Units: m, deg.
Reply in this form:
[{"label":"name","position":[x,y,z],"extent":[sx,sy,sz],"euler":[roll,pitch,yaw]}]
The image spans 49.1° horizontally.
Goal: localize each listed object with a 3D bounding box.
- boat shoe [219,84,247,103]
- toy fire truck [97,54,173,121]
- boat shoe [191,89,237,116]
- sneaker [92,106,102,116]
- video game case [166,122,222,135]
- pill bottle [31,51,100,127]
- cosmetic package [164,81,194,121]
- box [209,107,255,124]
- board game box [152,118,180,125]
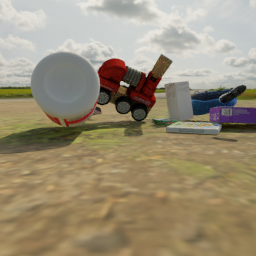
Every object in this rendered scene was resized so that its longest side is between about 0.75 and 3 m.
[{"label":"boat shoe","position":[2.729,-0.870,7.261],"extent":[0.759,0.265,0.251],"euler":[-27,18,17]},{"label":"toy fire truck","position":[0.222,-1.761,9.864],"extent":[2.349,2.669,1.717],"euler":[23,29,-18]},{"label":"boat shoe","position":[3.081,-1.004,10.964],"extent":[2.257,0.950,0.775],"euler":[-1,43,26]},{"label":"sneaker","position":[-1.517,-0.648,11.501],"extent":[0.917,0.369,0.396],"euler":[4,-37,5]},{"label":"video game case","position":[1.937,-0.019,8.068],"extent":[1.366,0.166,1.501],"euler":[3,8,21]},{"label":"pill bottle","position":[-1.649,-0.877,7.776],"extent":[1.601,1.601,2.853],"euler":[-1,-6,-10]},{"label":"cosmetic package","position":[1.871,-0.970,10.249],"extent":[0.757,1.407,0.597],"euler":[-10,6,-34]},{"label":"box","position":[4.042,-0.375,8.833],"extent":[2.628,0.514,1.798],"euler":[2,3,8]},{"label":"board game box","position":[1.319,-0.227,9.822],"extent":[0.647,0.140,0.962],"euler":[-1,7,-16]}]
